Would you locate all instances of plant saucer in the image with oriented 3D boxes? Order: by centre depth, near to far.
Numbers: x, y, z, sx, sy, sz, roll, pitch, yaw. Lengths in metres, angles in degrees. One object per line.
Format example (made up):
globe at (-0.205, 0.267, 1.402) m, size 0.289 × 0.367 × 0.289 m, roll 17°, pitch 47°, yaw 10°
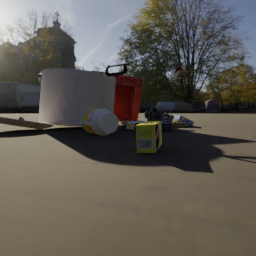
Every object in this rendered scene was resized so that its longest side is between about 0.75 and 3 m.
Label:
plant saucer at (-0.684, -1.357, 13.586) m, size 2.532 × 2.537 × 0.466 m, roll 10°, pitch 34°, yaw 6°

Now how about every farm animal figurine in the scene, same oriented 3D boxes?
farm animal figurine at (2.376, -2.393, 12.356) m, size 0.720 × 0.448 × 0.892 m, roll 18°, pitch 8°, yaw 11°

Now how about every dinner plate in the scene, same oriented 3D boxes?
dinner plate at (-3.960, -0.187, 10.400) m, size 2.375 × 0.288 × 2.375 m, roll 9°, pitch -3°, yaw 0°

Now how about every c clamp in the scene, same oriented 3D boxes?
c clamp at (-0.396, -2.266, 10.564) m, size 0.975 × 0.833 × 0.132 m, roll -11°, pitch -31°, yaw 2°

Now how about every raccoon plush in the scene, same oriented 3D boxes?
raccoon plush at (1.361, -0.526, 12.026) m, size 0.997 × 0.720 × 1.488 m, roll 14°, pitch 19°, yaw -12°

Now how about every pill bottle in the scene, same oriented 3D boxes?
pill bottle at (-0.867, -0.193, 8.657) m, size 0.815 × 0.815 × 1.445 m, roll -2°, pitch 5°, yaw -28°

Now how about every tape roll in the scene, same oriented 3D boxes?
tape roll at (-2.064, -1.138, 11.547) m, size 3.030 × 2.080 × 3.030 m, roll 4°, pitch 1°, yaw 0°

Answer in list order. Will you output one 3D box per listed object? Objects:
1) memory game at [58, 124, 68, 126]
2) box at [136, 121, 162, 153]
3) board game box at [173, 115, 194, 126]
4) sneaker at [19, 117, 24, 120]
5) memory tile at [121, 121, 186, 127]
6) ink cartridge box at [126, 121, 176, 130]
memory game at (-2.999, -0.173, 13.897) m, size 0.912 × 0.058 × 0.912 m, roll 0°, pitch 5°, yaw 0°
box at (0.465, 0.150, 5.720) m, size 0.367 × 0.552 × 1.466 m, roll -1°, pitch 5°, yaw 11°
board game box at (2.606, -0.360, 13.255) m, size 0.783 × 0.223 × 0.800 m, roll 24°, pitch -1°, yaw -14°
sneaker at (-5.278, -0.357, 13.920) m, size 0.311 × 0.417 × 0.928 m, roll -1°, pitch 4°, yaw -21°
memory tile at (1.110, -0.191, 12.945) m, size 2.730 × 0.229 × 2.093 m, roll 0°, pitch 4°, yaw -11°
ink cartridge box at (0.829, -0.072, 10.551) m, size 1.479 × 0.352 × 1.497 m, roll 1°, pitch 5°, yaw -15°
